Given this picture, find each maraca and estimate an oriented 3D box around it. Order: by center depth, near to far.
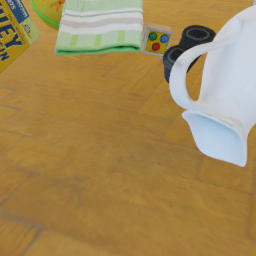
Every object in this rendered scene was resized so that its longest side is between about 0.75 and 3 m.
[{"bbox_3d":[-2.305,-4.085,8.956,2.628,1.406,1.802,43,54,5],"label":"maraca"}]

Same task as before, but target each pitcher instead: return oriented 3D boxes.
[{"bbox_3d":[2.008,-1.110,5.166,1.748,2.474,2.883,19,71,47],"label":"pitcher"}]

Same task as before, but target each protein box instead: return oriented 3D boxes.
[{"bbox_3d":[-3.180,-1.656,5.166,2.015,1.369,2.030,-5,40,25],"label":"protein box"}]

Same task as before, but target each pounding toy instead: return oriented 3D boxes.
[{"bbox_3d":[1.237,-2.918,10.080,1.497,1.316,0.685,7,35,-11],"label":"pounding toy"}]

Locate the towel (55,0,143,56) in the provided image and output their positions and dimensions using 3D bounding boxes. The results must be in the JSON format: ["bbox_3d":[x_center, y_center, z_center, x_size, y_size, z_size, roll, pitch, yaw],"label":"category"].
[{"bbox_3d":[-0.617,-2.688,6.507,1.942,0.400,2.603,-3,54,5],"label":"towel"}]

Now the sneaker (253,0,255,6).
[{"bbox_3d":[4.353,-2.769,7.940,0.976,2.458,0.964,-21,5,-29],"label":"sneaker"}]

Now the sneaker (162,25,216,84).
[{"bbox_3d":[1.470,-1.853,6.986,0.735,0.879,1.936,38,66,21],"label":"sneaker"}]
